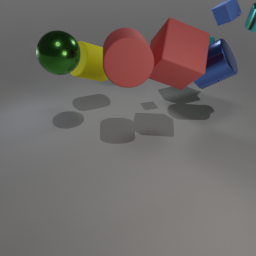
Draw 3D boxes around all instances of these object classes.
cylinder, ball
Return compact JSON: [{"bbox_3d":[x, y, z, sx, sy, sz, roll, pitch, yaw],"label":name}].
[{"bbox_3d":[-0.033,-2.066,8.136,1.400,1.400,1.400,-2,30,-4],"label":"cylinder"},{"bbox_3d":[-2.230,-2.415,9.045,1.400,1.400,1.400,0,31,0],"label":"ball"},{"bbox_3d":[4.203,-3.526,8.956,0.700,0.700,0.700,3,46,-3],"label":"cylinder"},{"bbox_3d":[3.117,-2.359,10.394,1.400,1.400,1.400,-23,17,34],"label":"cylinder"},{"bbox_3d":[-1.521,-2.714,11.565,1.400,1.400,1.400,3,22,-44],"label":"cylinder"}]

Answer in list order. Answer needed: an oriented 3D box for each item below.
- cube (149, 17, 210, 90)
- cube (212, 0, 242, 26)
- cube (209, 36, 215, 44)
[{"bbox_3d":[1.491,-2.235,8.682,1.400,1.400,1.400,16,-17,-15],"label":"cube"},{"bbox_3d":[3.840,-4.524,10.891,0.700,0.700,0.700,-37,20,-22],"label":"cube"},{"bbox_3d":[2.909,-3.173,12.322,1.400,1.400,1.400,-4,-4,-35],"label":"cube"}]
